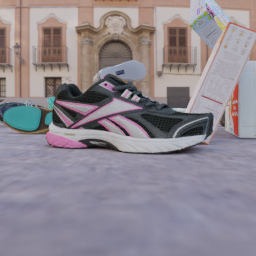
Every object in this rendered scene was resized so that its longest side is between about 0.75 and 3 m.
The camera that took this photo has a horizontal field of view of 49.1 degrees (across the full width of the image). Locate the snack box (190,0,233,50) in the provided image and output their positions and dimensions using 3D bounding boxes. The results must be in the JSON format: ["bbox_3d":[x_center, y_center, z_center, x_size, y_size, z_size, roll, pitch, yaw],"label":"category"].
[{"bbox_3d":[2.645,-3.159,8.561,0.625,1.677,2.358,-35,24,34],"label":"snack box"}]

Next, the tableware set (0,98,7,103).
[{"bbox_3d":[-5.099,-0.431,10.505,1.582,0.360,2.349,-38,5,-10],"label":"tableware set"}]

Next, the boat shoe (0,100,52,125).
[{"bbox_3d":[-3.884,-0.531,10.848,0.822,0.995,2.658,-13,-12,26],"label":"boat shoe"}]

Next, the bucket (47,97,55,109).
[{"bbox_3d":[-2.790,-0.780,12.730,1.884,1.226,1.884,0,2,0],"label":"bucket"}]

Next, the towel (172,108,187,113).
[{"bbox_3d":[0.615,-0.247,7.970,2.430,0.684,2.839,1,3,6],"label":"towel"}]

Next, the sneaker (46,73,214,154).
[{"bbox_3d":[-0.075,-0.250,4.107,2.576,1.112,1.035,1,5,14],"label":"sneaker"}]

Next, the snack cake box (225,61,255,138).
[{"bbox_3d":[2.892,-0.609,6.669,0.893,1.528,2.657,1,3,14],"label":"snack cake box"}]

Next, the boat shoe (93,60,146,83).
[{"bbox_3d":[-0.325,-2.193,11.636,2.435,0.876,0.800,-24,11,-35],"label":"boat shoe"}]

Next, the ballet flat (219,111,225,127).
[{"bbox_3d":[4.172,-0.281,8.782,2.589,0.872,0.600,-3,-21,13],"label":"ballet flat"}]

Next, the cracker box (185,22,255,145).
[{"bbox_3d":[1.557,-0.734,5.110,0.563,1.953,1.308,24,7,7],"label":"cracker box"}]

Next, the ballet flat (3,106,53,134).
[{"bbox_3d":[-2.035,-0.106,7.037,2.241,0.769,0.706,3,-24,16],"label":"ballet flat"}]
